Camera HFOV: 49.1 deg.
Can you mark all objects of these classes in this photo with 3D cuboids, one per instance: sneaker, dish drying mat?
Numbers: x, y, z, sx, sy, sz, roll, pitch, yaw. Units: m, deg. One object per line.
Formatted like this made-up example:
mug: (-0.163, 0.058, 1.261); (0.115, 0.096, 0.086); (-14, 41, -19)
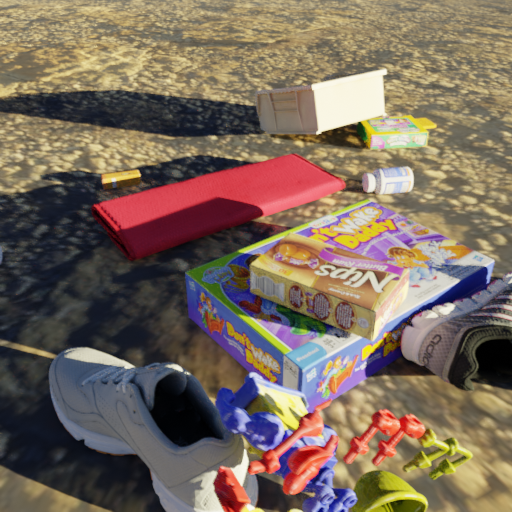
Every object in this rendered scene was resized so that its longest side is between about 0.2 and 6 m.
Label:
sneaker: (-1.151, 1.477, 5.814); (2.937, 1.351, 1.112); (23, 38, 32)
sneaker: (3.136, 0.980, 7.042); (2.548, 0.940, 1.115); (-17, 38, -19)
dish drying mat: (-0.612, -1.069, 10.747); (4.650, 0.423, 1.786); (-20, 39, -30)

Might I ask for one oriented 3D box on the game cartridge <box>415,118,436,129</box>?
game cartridge: (4.417, -3.515, 14.908); (0.521, 0.096, 0.592); (-8, 35, -12)

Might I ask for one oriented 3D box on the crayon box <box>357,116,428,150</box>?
crayon box: (3.344, -3.058, 13.864); (1.413, 0.412, 1.219); (-4, 34, -5)

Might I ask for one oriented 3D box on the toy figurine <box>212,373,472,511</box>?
toy figurine: (0.503, 1.451, 4.850); (2.489, 1.313, 1.491); (26, 13, -40)

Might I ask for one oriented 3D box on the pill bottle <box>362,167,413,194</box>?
pill bottle: (2.646, -1.516, 11.333); (0.918, 0.515, 0.515); (-5, 33, -8)

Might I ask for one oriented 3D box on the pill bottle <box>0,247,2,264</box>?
pill bottle: (-4.562, -0.009, 8.943); (0.834, 0.464, 0.464); (0, 32, 2)

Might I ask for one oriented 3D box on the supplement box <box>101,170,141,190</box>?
supplement box: (-2.820, -1.590, 11.697); (0.782, 0.269, 0.260); (-12, 35, -16)

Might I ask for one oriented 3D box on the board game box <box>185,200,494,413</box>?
board game box: (1.182, 0.470, 7.909); (3.616, 0.809, 2.431); (-23, 39, -31)

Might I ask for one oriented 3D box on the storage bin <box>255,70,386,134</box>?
storage bin: (1.595, -3.853, 14.073); (2.395, 1.122, 2.377); (-22, 23, -30)

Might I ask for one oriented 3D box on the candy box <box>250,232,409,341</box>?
candy box: (0.885, 0.326, 6.910); (1.704, 0.481, 0.994); (19, 38, 30)
